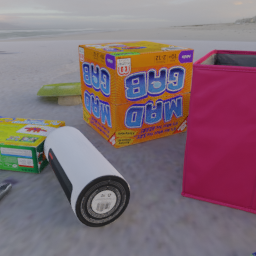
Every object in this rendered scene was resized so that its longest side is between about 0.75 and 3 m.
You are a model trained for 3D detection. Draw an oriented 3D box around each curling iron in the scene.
[{"bbox_3d":[-2.707,1.515,4.407,0.624,0.322,2.519,6,22,16],"label":"curling iron"}]

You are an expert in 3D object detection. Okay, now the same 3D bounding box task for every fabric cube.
[{"bbox_3d":[2.630,-0.079,5.458,2.558,2.550,2.510,9,22,22],"label":"fabric cube"}]

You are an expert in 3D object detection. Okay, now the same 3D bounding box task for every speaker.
[{"bbox_3d":[-0.904,0.778,5.400,0.979,0.979,2.411,-10,24,-25],"label":"speaker"}]

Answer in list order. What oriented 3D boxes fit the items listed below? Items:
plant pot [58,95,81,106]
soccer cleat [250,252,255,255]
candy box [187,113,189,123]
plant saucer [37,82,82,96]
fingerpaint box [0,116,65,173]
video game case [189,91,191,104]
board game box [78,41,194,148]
[{"bbox_3d":[-2.352,-1.312,11.256,0.930,0.624,0.930,1,21,0],"label":"plant pot"},{"bbox_3d":[2.075,1.713,3.675,1.155,0.483,0.374,-7,22,-18],"label":"soccer cleat"},{"bbox_3d":[2.468,-0.330,9.071,0.938,0.361,0.793,-20,32,-39],"label":"candy box"},{"bbox_3d":[-2.554,-1.702,11.992,2.654,0.412,2.654,-3,13,1],"label":"plant saucer"},{"bbox_3d":[-2.716,0.347,6.863,1.931,0.708,1.611,4,22,9],"label":"fingerpaint box"},{"bbox_3d":[2.057,-1.277,10.193,1.317,0.115,0.942,34,-24,-15],"label":"video game case"},{"bbox_3d":[0.145,-1.187,8.318,2.415,2.413,2.412,-13,27,-27],"label":"board game box"}]
